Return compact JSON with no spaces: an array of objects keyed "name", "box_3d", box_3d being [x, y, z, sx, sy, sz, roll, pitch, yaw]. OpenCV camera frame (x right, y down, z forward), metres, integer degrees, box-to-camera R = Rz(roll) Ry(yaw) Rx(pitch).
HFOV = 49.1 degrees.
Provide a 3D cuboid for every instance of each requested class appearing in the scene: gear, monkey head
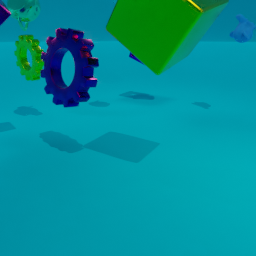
[{"name":"gear","box_3d":[-3.281,-2.325,9.318,1.483,1.483,0.274,16,26,39]},{"name":"gear","box_3d":[-1.353,-1.326,6.265,1.697,1.697,0.314,16,16,38]},{"name":"monkey head","box_3d":[3.845,-3.344,9.506,0.867,0.726,1.205,35,12,-20]}]

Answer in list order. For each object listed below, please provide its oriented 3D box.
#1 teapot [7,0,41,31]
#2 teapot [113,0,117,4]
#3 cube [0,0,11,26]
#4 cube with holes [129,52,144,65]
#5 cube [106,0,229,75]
[{"name":"teapot","box_3d":[-2.954,-3.546,8.129,0.962,1.546,0.757,-2,-15,20]},{"name":"teapot","box_3d":[-0.096,-4.270,8.820,0.745,0.945,1.521,-46,16,-24]},{"name":"cube","box_3d":[-3.313,-2.708,6.254,0.816,0.816,0.816,52,8,28]},{"name":"cube with holes","box_3d":[0.887,-3.375,11.914,1.071,1.071,1.071,34,35,24]},{"name":"cube","box_3d":[0.700,-2.081,5.138,1.380,1.380,1.380,44,45,8]}]
